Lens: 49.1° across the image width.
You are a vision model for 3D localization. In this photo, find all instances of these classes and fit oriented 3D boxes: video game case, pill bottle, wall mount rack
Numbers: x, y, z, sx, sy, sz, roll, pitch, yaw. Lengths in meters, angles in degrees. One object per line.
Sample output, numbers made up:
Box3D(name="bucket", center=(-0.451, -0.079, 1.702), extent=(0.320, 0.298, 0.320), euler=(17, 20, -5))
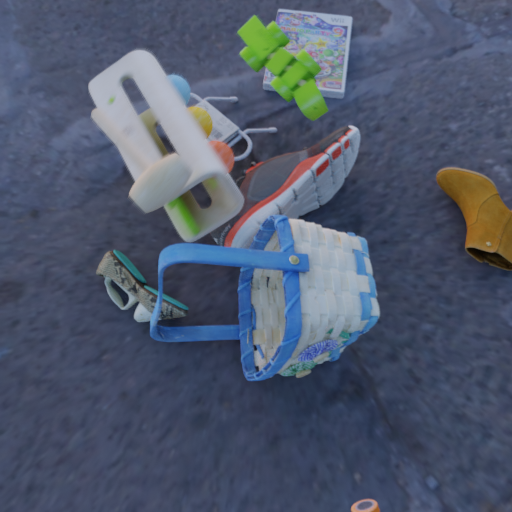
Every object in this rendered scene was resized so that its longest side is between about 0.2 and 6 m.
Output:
Box3D(name="video game case", center=(1.053, -4.050, 11.123), extent=(1.552, 0.195, 2.167), euler=(8, 61, 4))
Box3D(name="pill bottle", center=(1.218, 2.944, 5.762), extent=(0.419, 0.419, 0.789), euler=(-16, 89, -9))
Box3D(name="wall mount rack", center=(-0.596, -2.272, 9.912), extent=(1.609, 0.690, 1.851), euler=(-41, 69, -16))

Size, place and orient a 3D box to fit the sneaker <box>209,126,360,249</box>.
Box3D(name="sneaker", center=(0.392, -1.272, 9.068), extent=(3.144, 1.211, 1.287), euler=(-41, 62, -21))

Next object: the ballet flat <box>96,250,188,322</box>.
Box3D(name="ballet flat", center=(-1.769, 0.591, 8.425), extent=(1.724, 0.585, 0.649), euler=(35, 89, 23))

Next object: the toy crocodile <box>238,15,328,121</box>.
Box3D(name="toy crocodile", center=(0.417, -3.040, 8.915), extent=(0.747, 0.683, 2.212), euler=(-44, 62, 13))

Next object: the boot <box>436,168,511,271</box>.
Box3D(name="boot", center=(3.520, -0.599, 8.954), extent=(1.753, 0.617, 1.255), euler=(30, 61, 9))

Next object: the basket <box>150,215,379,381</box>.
Box3D(name="basket", center=(0.045, 0.574, 7.307), extent=(2.744, 2.420, 1.909), euler=(5, 61, -10))

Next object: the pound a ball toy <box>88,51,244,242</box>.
Box3D(name="pound a ball toy", center=(-1.232, -1.662, 7.711), extent=(1.317, 2.022, 3.101), euler=(-33, 61, 2))
